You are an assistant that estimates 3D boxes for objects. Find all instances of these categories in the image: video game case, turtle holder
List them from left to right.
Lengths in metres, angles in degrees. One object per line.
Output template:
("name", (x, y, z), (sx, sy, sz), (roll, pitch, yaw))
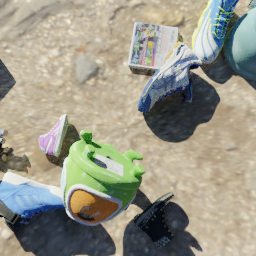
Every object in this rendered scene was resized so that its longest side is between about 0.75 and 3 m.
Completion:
("turtle holder", (-0.825, 1.176, 6.941), (1.926, 2.535, 1.800), (19, 102, -35))
("video game case", (0.881, -2.774, 9.634), (1.552, 0.196, 1.703), (8, 75, 2))

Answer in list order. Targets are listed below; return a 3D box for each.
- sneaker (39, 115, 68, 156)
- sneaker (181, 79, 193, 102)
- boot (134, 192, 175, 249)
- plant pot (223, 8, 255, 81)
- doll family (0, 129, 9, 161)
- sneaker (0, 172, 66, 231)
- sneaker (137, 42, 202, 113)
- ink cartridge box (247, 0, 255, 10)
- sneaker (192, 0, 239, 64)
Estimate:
("sneaker", (-2.345, 0.152, 8.660), (0.752, 0.478, 1.319), (13, 74, 7))
("sneaker", (1.925, -1.232, 9.146), (0.352, 0.300, 0.805), (0, 75, 5))
("boot", (1.000, 2.595, 7.951), (1.391, 0.502, 1.051), (-39, 80, -5))
("plant pot", (4.530, -2.943, 8.934), (2.435, 1.631, 2.435), (0, 74, -1))
("doll family", (-4.394, 0.776, 8.347), (1.230, 0.835, 2.127), (10, 69, 7))
("sneaker", (-2.544, 2.250, 7.762), (2.543, 0.976, 1.415), (16, 69, 8))
("sneaker", (1.337, -1.425, 8.801), (1.154, 0.985, 2.618), (36, 86, 0))
("ink cartridge box", (5.641, -4.954, 9.820), (1.762, 0.998, 2.404), (32, 76, 9))
("sneaker", (2.883, -3.605, 9.187), (1.077, 1.493, 2.843), (16, 74, 4))
